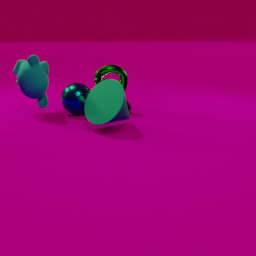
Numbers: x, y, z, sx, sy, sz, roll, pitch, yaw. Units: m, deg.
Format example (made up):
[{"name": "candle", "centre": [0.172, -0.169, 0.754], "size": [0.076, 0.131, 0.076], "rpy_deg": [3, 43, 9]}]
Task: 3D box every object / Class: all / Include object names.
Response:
[{"name": "ball", "centre": [-1.659, -0.954, 9.135], "size": [1.044, 1.044, 1.044], "rpy_deg": [0, 19, 0]}, {"name": "knot shape", "centre": [-0.650, -1.206, 9.473], "size": [1.581, 1.690, 0.781], "rpy_deg": [-13, 16, 43]}, {"name": "cone", "centre": [-0.303, -0.498, 7.972], "size": [1.321, 1.321, 1.326], "rpy_deg": [15, -10, 38]}, {"name": "monkey head", "centre": [-2.911, -1.625, 9.006], "size": [1.133, 1.880, 1.352], "rpy_deg": [30, 48, 31]}]
